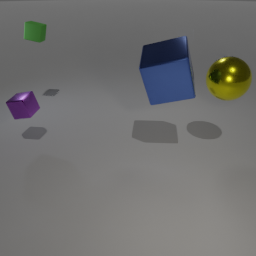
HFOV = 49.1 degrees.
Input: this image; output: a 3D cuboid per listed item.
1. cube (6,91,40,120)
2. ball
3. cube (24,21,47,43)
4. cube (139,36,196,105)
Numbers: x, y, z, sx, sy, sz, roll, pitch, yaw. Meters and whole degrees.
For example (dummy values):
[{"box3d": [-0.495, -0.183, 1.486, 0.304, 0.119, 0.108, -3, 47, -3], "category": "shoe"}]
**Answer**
[{"box3d": [-3.623, -0.786, 9.708, 0.700, 0.700, 0.700, -5, 32, 19], "category": "cube"}, {"box3d": [3.220, -1.577, 8.990, 1.400, 1.400, 1.400, 0, 28, 0], "category": "ball"}, {"box3d": [-3.935, -4.095, 11.898, 0.700, 0.700, 0.700, 12, 25, -2], "category": "cube"}, {"box3d": [1.234, -1.743, 8.574, 1.400, 1.400, 1.400, -8, 41, 16], "category": "cube"}]
